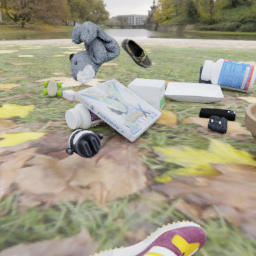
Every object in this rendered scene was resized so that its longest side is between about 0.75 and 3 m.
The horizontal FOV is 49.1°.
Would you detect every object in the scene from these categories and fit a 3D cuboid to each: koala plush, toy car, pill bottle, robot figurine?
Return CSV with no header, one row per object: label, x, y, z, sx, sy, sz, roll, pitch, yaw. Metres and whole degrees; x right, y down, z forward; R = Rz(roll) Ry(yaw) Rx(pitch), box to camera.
koala plush,-1.316,-2.378,9.682,1.722,1.873,1.661,27,0,-28
toy car,-3.286,-1.660,12.479,0.738,0.709,0.898,3,-7,-3
pill bottle,4.666,-2.496,13.053,2.291,1.286,1.286,15,25,16
robot figurine,-0.969,0.355,6.296,0.726,0.603,0.966,14,-1,-28
pill bottle,-1.207,-0.441,8.854,1.449,0.814,0.814,-20,29,-41

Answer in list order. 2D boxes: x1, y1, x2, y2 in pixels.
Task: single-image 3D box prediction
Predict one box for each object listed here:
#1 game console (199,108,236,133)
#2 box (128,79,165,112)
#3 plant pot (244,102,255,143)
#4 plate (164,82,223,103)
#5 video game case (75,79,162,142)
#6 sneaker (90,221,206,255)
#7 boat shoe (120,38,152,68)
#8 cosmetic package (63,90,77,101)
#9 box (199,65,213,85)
game console,2.920,-0.292,9.268,1.197,0.245,2.029,7,21,19
box,0.689,-1.193,10.417,1.219,1.044,1.213,6,22,15
plant pot,4.052,0.329,6.266,2.796,1.290,2.796,-1,21,0
plate,2.840,-1.542,12.213,2.342,0.379,2.337,4,21,11
video game case,-0.186,-0.680,8.807,2.145,0.259,2.353,37,31,9
sneaker,0.329,1.830,3.486,1.829,0.685,0.824,-15,34,-19
boat shoe,0.294,-2.142,8.163,1.215,0.433,0.366,34,-5,-33
cosmetic package,-2.454,-1.408,12.009,0.398,0.279,0.784,-16,26,-35
box,4.729,-2.819,14.692,1.565,0.934,1.591,12,26,28
